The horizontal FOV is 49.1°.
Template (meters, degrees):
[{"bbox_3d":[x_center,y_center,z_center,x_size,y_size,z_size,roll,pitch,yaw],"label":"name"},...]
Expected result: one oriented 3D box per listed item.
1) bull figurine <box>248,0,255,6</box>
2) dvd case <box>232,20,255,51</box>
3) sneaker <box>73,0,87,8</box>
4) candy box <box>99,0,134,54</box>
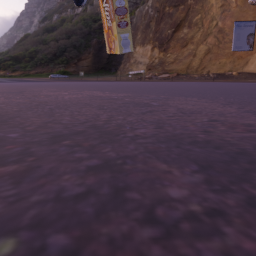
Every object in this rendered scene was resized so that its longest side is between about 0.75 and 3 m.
[{"bbox_3d":[2.476,-2.220,4.312,0.636,1.186,1.953,15,50,-4],"label":"bull figurine"},{"bbox_3d":[3.130,-2.477,7.554,0.559,0.784,0.069,0,19,6],"label":"dvd case"},{"bbox_3d":[-1.312,-3.502,6.477,0.464,1.219,0.881,7,12,24],"label":"sneaker"},{"bbox_3d":[-0.449,-3.887,10.289,0.616,2.228,1.286,-16,21,-22],"label":"candy box"}]
